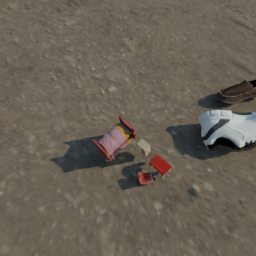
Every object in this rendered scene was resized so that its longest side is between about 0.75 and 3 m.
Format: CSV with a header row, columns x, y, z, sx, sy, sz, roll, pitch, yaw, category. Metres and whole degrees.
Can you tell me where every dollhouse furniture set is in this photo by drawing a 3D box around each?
x,y,z,sx,sy,sz,roll,pitch,yaw,category
0.126,0.750,7.734,2.002,0.814,1.077,42,79,18,dollhouse furniture set

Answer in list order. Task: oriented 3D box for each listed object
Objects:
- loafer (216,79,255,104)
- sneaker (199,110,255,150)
x,y,z,sx,sy,sz,roll,pitch,yaw,category
3.807,-1.328,9.366,1.824,0.648,0.666,-15,41,-9,loafer
3.587,0.137,8.192,2.922,1.077,1.169,-3,62,17,sneaker
